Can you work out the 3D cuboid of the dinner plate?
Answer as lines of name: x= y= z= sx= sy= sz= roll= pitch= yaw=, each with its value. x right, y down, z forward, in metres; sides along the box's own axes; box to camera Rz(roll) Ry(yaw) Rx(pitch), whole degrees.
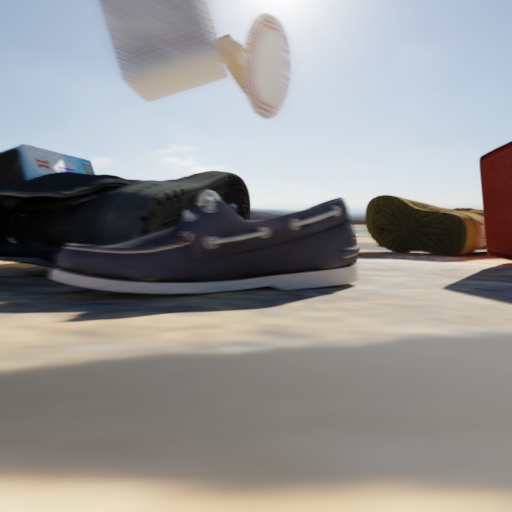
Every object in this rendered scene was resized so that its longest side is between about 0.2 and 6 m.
dinner plate: x=0.216 y=-3.354 z=9.977 sx=0.216 sy=1.785 sz=1.785 roll=-10 pitch=7 yaw=-23

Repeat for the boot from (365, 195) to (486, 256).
boot: x=3.721 y=-0.491 z=9.870 sx=2.838 sy=0.938 sz=2.485 roll=-4 pitch=18 yaw=-31

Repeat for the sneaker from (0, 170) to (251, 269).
sneaker: x=-1.564 y=-0.442 z=6.415 sx=2.063 sy=1.188 sz=3.955 roll=6 pitch=9 yaw=17

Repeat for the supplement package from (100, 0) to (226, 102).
supplement package: x=-1.382 y=-3.460 z=8.161 sx=1.385 sy=1.838 sz=1.395 roll=-17 pitch=3 yaw=2

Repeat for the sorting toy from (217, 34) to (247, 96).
sorting toy: x=-0.264 y=-3.878 z=11.643 sx=0.313 sy=1.588 sz=1.716 roll=-39 pitch=23 yaw=-1

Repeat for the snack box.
snack box: x=-3.815 y=-0.599 z=7.229 sx=3.099 sy=0.575 sz=1.800 roll=-17 pitch=1 yaw=8

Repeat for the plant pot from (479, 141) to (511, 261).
plant pot: x=3.645 y=-0.671 z=6.661 sx=1.580 sy=1.791 sz=1.793 roll=-5 pitch=0 yaw=36

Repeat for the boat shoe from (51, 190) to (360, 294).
boat shoe: x=-0.333 y=-0.128 z=4.641 sx=2.580 sy=0.809 sz=0.937 roll=-1 pitch=4 yaw=-20
